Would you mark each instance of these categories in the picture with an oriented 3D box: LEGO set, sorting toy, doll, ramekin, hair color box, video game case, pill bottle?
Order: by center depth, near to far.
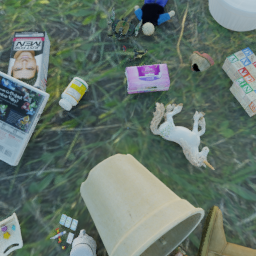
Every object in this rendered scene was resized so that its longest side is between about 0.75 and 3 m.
[{"bbox_3d":[-3.726,3.324,8.536,1.136,0.607,1.023,-26,78,-11],"label":"sorting toy"},{"bbox_3d":[-1.966,3.195,8.578,0.685,0.225,0.917,11,78,32],"label":"LEGO set"},{"bbox_3d":[-4.564,-0.536,9.737,2.964,0.346,2.695,25,90,10],"label":"video game case"},{"bbox_3d":[-2.024,-1.236,10.296,0.646,0.646,1.145,27,71,11],"label":"pill bottle"},{"bbox_3d":[-3.776,-2.487,10.737,1.235,0.756,2.495,-1,69,-1],"label":"hair color box"},{"bbox_3d":[-0.087,-3.751,11.448,1.504,0.656,2.316,-9,81,-2],"label":"LEGO set"},{"bbox_3d":[4.753,-5.398,11.561,3.023,1.408,3.023,0,69,0],"label":"ramekin"},{"bbox_3d":[1.139,-4.978,11.827,1.704,0.605,2.498,15,69,7],"label":"doll"}]

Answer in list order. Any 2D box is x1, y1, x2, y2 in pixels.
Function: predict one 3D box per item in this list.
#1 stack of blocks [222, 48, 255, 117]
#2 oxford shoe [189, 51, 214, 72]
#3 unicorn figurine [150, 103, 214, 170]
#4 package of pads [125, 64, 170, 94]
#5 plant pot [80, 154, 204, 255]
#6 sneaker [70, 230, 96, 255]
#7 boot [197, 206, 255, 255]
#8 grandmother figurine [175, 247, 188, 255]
[{"bbox_3d":[4.536,-1.742,10.477,1.326,0.674,2.303,-26,70,-10],"label":"stack of blocks"},{"bbox_3d":[2.530,-2.420,10.376,0.637,1.704,0.600,-41,105,4],"label":"oxford shoe"},{"bbox_3d":[1.990,0.209,9.648,2.643,0.976,1.815,20,79,23],"label":"unicorn figurine"},{"bbox_3d":[0.721,-1.867,10.567,1.600,0.605,0.964,-6,68,-2],"label":"package of pads"},{"bbox_3d":[0.134,2.265,7.883,2.917,2.917,2.670,-34,58,-13],"label":"plant pot"},{"bbox_3d":[-1.165,4.033,8.132,0.776,1.187,2.065,-10,103,-3],"label":"sneaker"},{"bbox_3d":[3.320,3.571,8.350,2.205,0.729,1.931,16,82,8],"label":"boot"},{"bbox_3d":[1.251,4.282,8.209,1.448,0.438,0.878,-42,65,-12],"label":"grandmother figurine"}]
